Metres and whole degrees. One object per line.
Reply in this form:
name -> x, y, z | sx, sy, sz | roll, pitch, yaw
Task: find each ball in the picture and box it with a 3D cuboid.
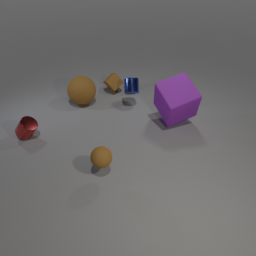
ball -> -2.257, -1.840, 13.639 | 1.400, 1.400, 1.400 | 0, 31, 0
ball -> -0.846, 0.927, 8.892 | 0.700, 0.700, 0.700 | 0, 31, 0

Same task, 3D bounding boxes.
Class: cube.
cube -> 1.998, -1.162, 11.595 | 1.400, 1.400, 1.400 | -22, 62, -10
cube -> -0.783, -2.458, 14.985 | 0.700, 0.700, 0.700 | -47, 19, -7

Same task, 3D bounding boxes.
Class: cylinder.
cylinder -> 0.167, -1.983, 13.288 | 0.700, 0.700, 0.700 | -2, -3, 0
cylinder -> -4.030, -0.001, 11.114 | 0.700, 0.700, 0.700 | 25, 42, -25
